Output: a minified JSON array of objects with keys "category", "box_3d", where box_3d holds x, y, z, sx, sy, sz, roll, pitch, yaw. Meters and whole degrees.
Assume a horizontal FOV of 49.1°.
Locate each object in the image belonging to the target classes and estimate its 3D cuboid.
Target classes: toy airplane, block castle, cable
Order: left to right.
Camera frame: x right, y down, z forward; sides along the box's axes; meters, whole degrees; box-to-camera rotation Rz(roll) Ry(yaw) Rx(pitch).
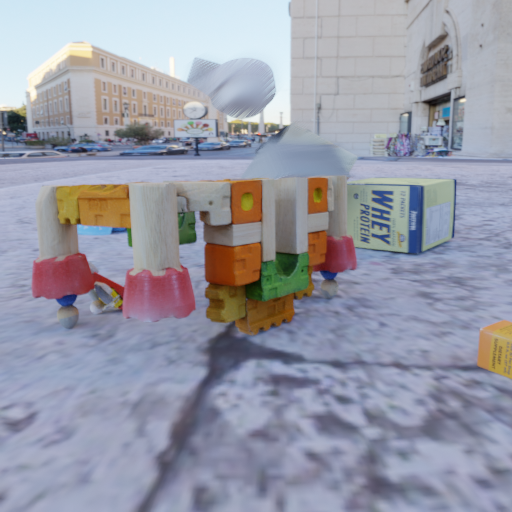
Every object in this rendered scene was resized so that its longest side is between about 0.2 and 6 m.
[{"category":"toy airplane","box_3d":[-1.796,0.415,6.471,0.726,0.515,0.729,18,-15,22]},{"category":"block castle","box_3d":[-0.524,-0.076,6.388,2.269,1.593,3.395,5,10,40]},{"category":"cable","box_3d":[0.859,-1.725,11.381,1.435,1.759,0.447,-34,5,-18]}]

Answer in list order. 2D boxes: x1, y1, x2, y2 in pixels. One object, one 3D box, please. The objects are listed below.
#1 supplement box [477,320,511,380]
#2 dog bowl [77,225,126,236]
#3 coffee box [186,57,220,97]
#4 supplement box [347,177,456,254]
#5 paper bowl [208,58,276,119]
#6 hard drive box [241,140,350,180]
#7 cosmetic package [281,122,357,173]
[{"category":"supplement box","box_3d":[2.451,0.890,4.614,0.405,0.392,1.178,-9,15,-35]},{"category":"dog bowl","box_3d":[-2.734,-0.870,12.074,2.409,0.597,1.343,-4,14,-15]},{"category":"coffee box","box_3d":[-0.575,-3.098,10.216,1.252,0.499,0.716,40,28,30]},{"category":"supplement box","box_3d":[2.568,-0.819,10.402,1.718,1.153,1.716,7,15,38]},{"category":"paper bowl","box_3d":[-0.206,-2.539,8.710,1.036,0.539,1.036,-7,-19,-2]},{"category":"hard drive box","box_3d":[0.457,-1.093,9.625,1.444,0.711,1.853,-4,-28,-32]},{"category":"cosmetic package","box_3d":[1.201,-2.010,10.756,1.417,0.504,0.745,29,13,2]}]
